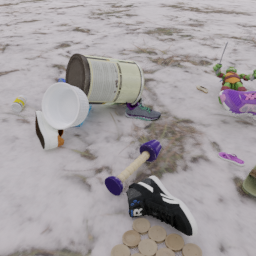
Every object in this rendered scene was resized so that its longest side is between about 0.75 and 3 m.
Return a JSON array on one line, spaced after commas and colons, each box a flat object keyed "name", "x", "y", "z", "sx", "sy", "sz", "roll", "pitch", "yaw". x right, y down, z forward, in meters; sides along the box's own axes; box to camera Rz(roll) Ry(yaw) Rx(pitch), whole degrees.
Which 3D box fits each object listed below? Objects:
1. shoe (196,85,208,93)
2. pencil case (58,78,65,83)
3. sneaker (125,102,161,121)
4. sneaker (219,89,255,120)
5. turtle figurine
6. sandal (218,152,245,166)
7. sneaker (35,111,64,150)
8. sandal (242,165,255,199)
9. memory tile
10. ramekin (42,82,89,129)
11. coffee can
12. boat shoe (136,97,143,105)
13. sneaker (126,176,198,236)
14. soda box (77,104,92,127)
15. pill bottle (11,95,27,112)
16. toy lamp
[{"name": "shoe", "x": 3.852, "y": -2.058, "z": 14.476, "sx": 0.291, "sy": 0.222, "sz": 0.833, "roll": -17, "pitch": 38, "yaw": -23}, {"name": "pencil case", "x": -2.576, "y": -2.272, "z": 14.259, "sx": 1.952, "sy": 0.848, "sz": 0.762, "roll": -11, "pitch": 78, "yaw": -14}, {"name": "sneaker", "x": 0.646, "y": -0.760, "z": 12.142, "sx": 1.582, "sy": 0.692, "sz": 0.589, "roll": 4, "pitch": 34, "yaw": 7}, {"name": "sneaker", "x": 4.964, "y": -1.112, "z": 11.237, "sx": 2.824, "sy": 1.248, "sz": 1.136, "roll": 10, "pitch": 62, "yaw": -26}, {"name": "turtle figurine", "x": 5.026, "y": -2.472, "z": 13.106, "sx": 1.952, "sy": 2.712, "sz": 2.630, "roll": 24, "pitch": 52, "yaw": -14}, {"name": "sandal", "x": 3.678, "y": 1.024, "z": 9.915, "sx": 0.970, "sy": 0.238, "sz": 0.395, "roll": 23, "pitch": 41, "yaw": 30}, {"name": "sneaker", "x": -3.073, "y": 0.069, "z": 10.984, "sx": 0.931, "sy": 0.800, "sz": 2.198, "roll": -6, "pitch": 40, "yaw": -29}, {"name": "sandal", "x": 4.171, "y": 1.536, "z": 8.871, "sx": 0.779, "sy": 0.560, "sz": 1.963, "roll": 19, "pitch": 39, "yaw": 26}, {"name": "memory tile", "x": 0.709, "y": 3.099, "z": 6.928, "sx": 1.958, "sy": 0.164, "sz": 1.501, "roll": 19, "pitch": 38, "yaw": 27}, {"name": "ramekin", "x": -2.305, "y": -0.818, "z": 10.522, "sx": 1.709, "sy": 1.709, "sz": 0.833, "roll": 16, "pitch": 9, "yaw": 23}, {"name": "coffee can", "x": -1.008, "y": -2.015, "z": 12.119, "sx": 2.812, "sy": 2.058, "sz": 2.058, "roll": -2, "pitch": 30, "yaw": -34}, {"name": "boat shoe", "x": 0.488, "y": -1.332, "z": 13.180, "sx": 0.480, "sy": 0.472, "sz": 1.330, "roll": -4, "pitch": 34, "yaw": -6}, {"name": "sneaker", "x": 0.731, "y": 2.298, "z": 7.632, "sx": 1.283, "sy": 0.838, "sz": 2.294, "roll": -19, "pitch": 30, "yaw": -20}, {"name": "soda box", "x": -2.082, "y": -0.762, "z": 12.240, "sx": 0.549, "sy": 0.580, "sz": 1.710, "roll": 5, "pitch": 34, "yaw": 7}, {"name": "pill bottle", "x": -4.988, "y": -1.137, "z": 12.877, "sx": 0.495, "sy": 0.495, "sz": 0.866, "roll": 2, "pitch": 34, "yaw": 2}, {"name": "toy lamp", "x": 0.275, "y": 1.174, "z": 9.273, "sx": 0.743, "sy": 0.743, "sz": 2.552, "roll": 23, "pitch": 39, "yaw": 30}]
